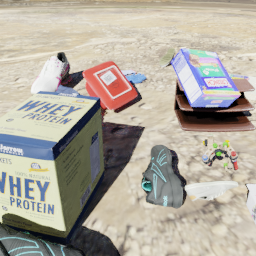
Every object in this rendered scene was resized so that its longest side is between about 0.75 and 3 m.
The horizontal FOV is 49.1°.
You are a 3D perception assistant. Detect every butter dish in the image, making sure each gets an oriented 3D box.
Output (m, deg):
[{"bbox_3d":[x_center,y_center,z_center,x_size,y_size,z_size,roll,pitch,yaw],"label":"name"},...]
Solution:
[{"bbox_3d":[-0.810,-1.335,10.032,1.677,1.240,1.673,-35,88,-42],"label":"butter dish"}]

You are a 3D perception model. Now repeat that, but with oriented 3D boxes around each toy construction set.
[{"bbox_3d":[2.056,0.469,6.151,0.904,0.754,0.694,30,47,-30],"label":"toy construction set"}]

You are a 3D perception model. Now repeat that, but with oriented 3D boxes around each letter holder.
[{"bbox_3d":[2.765,-0.738,8.879,2.332,1.173,1.657,0,30,0],"label":"letter holder"}]

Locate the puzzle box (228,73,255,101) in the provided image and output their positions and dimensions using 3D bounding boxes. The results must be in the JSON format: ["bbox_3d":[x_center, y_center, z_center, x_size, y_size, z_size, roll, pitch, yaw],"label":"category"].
[{"bbox_3d":[4.693,-1.753,11.631,1.454,0.278,2.186,14,31,25],"label":"puzzle box"}]

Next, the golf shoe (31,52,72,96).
[{"bbox_3d":[-3.119,-2.120,11.189,1.089,1.381,3.000,3,30,5],"label":"golf shoe"}]

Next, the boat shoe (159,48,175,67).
[{"bbox_3d":[2.121,-3.612,14.802,0.550,0.504,1.473,21,55,25],"label":"boat shoe"}]

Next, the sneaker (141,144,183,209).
[{"bbox_3d":[0.640,0.974,6.209,0.758,0.721,1.913,-4,28,-4],"label":"sneaker"}]

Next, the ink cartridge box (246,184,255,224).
[{"bbox_3d":[2.745,1.584,5.431,0.636,0.375,1.105,1,29,2],"label":"ink cartridge box"}]

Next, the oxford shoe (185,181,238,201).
[{"bbox_3d":[1.794,1.332,5.953,1.264,0.475,0.365,-2,69,-21],"label":"oxford shoe"}]

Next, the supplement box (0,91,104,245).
[{"bbox_3d":[-1.457,0.627,5.419,1.381,2.054,2.056,7,30,13],"label":"supplement box"}]

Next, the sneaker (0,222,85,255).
[{"bbox_3d":[-1.300,2.128,4.064,2.727,1.028,1.081,27,25,29],"label":"sneaker"}]

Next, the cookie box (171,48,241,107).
[{"bbox_3d":[2.190,-1.421,7.983,1.408,0.618,1.646,-3,59,-29],"label":"cookie box"}]

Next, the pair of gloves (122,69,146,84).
[{"bbox_3d":[-0.210,-2.417,12.909,1.658,0.235,2.063,-13,32,-23],"label":"pair of gloves"}]

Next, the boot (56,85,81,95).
[{"bbox_3d":[-1.546,-0.487,8.009,2.625,1.186,0.955,24,-8,41],"label":"boot"}]
